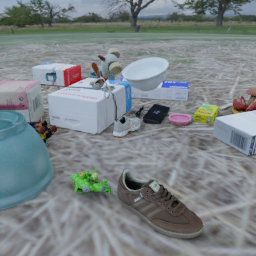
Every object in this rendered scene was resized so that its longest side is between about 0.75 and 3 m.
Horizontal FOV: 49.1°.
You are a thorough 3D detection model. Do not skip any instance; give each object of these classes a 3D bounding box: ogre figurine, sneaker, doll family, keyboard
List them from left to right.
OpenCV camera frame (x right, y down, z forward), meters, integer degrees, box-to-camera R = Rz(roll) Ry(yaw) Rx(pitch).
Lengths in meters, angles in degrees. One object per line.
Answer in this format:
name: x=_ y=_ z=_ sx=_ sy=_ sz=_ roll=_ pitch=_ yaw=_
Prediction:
doll family: x=-2.727 y=0.102 z=8.387 sx=1.069 sy=0.726 sz=1.850 roll=-11 pitch=23 yaw=-8
ogre figurine: x=-0.858 y=1.199 z=6.167 sx=0.602 sy=0.493 sz=1.004 roll=4 pitch=31 yaw=-40
sneaker: x=-0.002 y=-0.175 z=9.094 sx=0.474 sy=0.576 sz=1.252 roll=15 pitch=29 yaw=32
keyboard: x=0.893 y=-0.576 z=10.617 sx=1.137 sy=0.184 sz=1.789 roll=14 pitch=25 yaw=15
sneaker: x=0.525 y=1.398 z=5.329 sx=1.910 sy=0.721 sz=0.673 roll=16 pitch=28 yaw=34

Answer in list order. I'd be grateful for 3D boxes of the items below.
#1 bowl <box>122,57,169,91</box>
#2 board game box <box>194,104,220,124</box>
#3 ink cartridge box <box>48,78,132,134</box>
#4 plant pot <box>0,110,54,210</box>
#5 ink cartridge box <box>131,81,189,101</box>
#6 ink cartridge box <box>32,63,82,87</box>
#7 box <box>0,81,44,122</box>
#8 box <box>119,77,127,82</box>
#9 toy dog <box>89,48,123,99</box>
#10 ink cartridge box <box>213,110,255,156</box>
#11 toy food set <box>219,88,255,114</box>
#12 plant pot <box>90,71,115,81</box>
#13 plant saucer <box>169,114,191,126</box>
bowl: x=0.588 y=-1.577 z=8.641 sx=1.434 sy=0.645 sz=1.434 roll=-12 pitch=35 yaw=8
board game box: x=2.927 y=-0.545 z=10.376 sx=0.639 sy=0.299 sz=1.258 roll=12 pitch=26 yaw=26
ink cartridge box: x=-1.270 y=-0.927 z=10.180 sx=1.977 sy=1.151 sz=2.734 roll=9 pitch=25 yaw=20
plant pot: x=-2.953 y=0.521 z=6.333 sx=2.314 sy=1.551 sz=2.314 roll=-1 pitch=24 yaw=0
ink cartridge box: x=1.417 y=-1.761 z=12.847 sx=2.637 sy=0.583 sz=1.240 roll=5 pitch=25 yaw=11
ink cartridge box: x=-3.529 y=-2.865 z=15.009 sx=2.645 sy=0.889 sz=1.536 roll=7 pitch=24 yaw=14
box: x=-4.376 y=-0.821 z=9.671 sx=2.477 sy=1.350 sz=1.584 roll=0 pitch=23 yaw=0
box: x=0.415 y=-2.442 z=14.757 sx=1.741 sy=0.361 sz=1.036 roll=1 pitch=23 yaw=9
toy dog: x=-0.688 y=-1.483 z=7.295 sx=0.648 sy=1.346 sz=0.888 roll=10 pitch=34 yaw=-34
ink cartridge box: x=4.189 y=0.024 z=8.599 sx=2.726 sy=0.686 sz=1.485 roll=-9 pitch=25 yaw=-23
toy food set: x=4.869 y=-0.909 z=10.437 sx=1.649 sy=0.915 sz=2.802 roll=-15 pitch=27 yaw=-30
plant pot: x=-1.231 y=-2.259 z=13.691 sx=1.250 sy=0.837 sz=1.250 roll=1 pitch=23 yaw=0
plant saucer: x=1.827 y=-0.281 z=9.898 sx=0.790 sy=0.200 sz=0.790 roll=0 pitch=22 yaw=0
